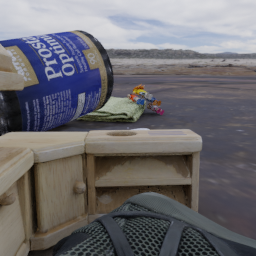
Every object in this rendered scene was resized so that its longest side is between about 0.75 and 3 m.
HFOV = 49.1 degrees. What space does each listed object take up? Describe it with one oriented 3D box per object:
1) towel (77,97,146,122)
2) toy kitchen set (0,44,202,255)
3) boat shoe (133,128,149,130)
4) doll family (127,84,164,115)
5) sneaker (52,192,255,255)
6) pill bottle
[{"bbox_3d":[-0.486,-0.693,9.577,2.090,0.514,2.817,4,13,13],"label":"towel"},{"bbox_3d":[-0.304,0.167,2.089,2.173,1.965,2.409,-1,9,-3],"label":"toy kitchen set"},{"bbox_3d":[-0.375,0.470,4.062,1.902,0.700,0.622,-15,38,-11],"label":"boat shoe"},{"bbox_3d":[0.644,-1.042,9.620,1.509,0.680,0.936,24,7,-36],"label":"doll family"},{"bbox_3d":[0.371,1.016,1.303,1.336,0.891,2.332,-13,15,-40],"label":"sneaker"},{"bbox_3d":[-1.501,-0.553,3.977,1.377,1.377,2.463,11,28,41],"label":"pill bottle"}]
